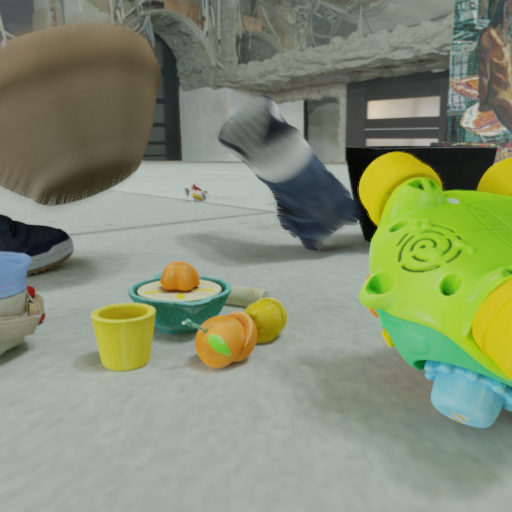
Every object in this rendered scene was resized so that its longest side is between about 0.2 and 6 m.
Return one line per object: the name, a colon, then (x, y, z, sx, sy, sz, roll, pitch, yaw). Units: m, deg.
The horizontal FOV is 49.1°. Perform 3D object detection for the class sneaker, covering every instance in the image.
sneaker: (-3.941, -0.554, 7.032, 3.195, 1.733, 1.120, -8, 14, -33)
sneaker: (0.539, -1.336, 9.186, 1.146, 2.179, 3.015, -38, 33, 9)

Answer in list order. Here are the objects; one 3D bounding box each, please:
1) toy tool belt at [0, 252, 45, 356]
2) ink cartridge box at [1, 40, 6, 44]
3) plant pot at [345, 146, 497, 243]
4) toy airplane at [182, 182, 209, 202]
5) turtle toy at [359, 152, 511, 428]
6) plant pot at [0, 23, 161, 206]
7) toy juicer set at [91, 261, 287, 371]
toy tool belt: (-2.328, 0.277, 4.704, 1.075, 1.058, 1.722, 2, 12, 7)
ink cartridge box: (-3.431, -2.296, 7.711, 0.753, 1.033, 0.428, 33, -18, -17)
plant pot: (2.595, -0.985, 9.313, 1.884, 1.671, 1.879, -1, 11, -7)
toy airplane: (-1.740, -1.803, 16.096, 0.723, 0.513, 0.726, 30, -12, -18)
turtle toy: (1.886, 0.298, 3.809, 2.680, 1.354, 1.953, 0, 34, -18)
plant pot: (-2.255, -1.438, 6.722, 2.706, 1.249, 2.706, -25, -3, -2)
toy juicer set: (-0.451, 0.374, 5.287, 1.502, 0.643, 2.361, 1, 11, 6)
